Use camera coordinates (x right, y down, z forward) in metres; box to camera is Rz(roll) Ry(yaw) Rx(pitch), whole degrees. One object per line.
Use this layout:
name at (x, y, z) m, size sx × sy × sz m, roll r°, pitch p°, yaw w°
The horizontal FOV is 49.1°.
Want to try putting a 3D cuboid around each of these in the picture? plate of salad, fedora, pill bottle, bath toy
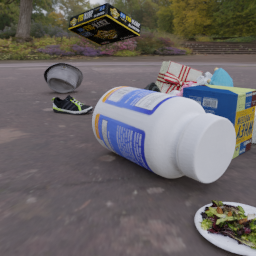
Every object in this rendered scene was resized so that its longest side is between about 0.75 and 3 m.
plate of salad at (1.533, 1.290, 3.846) m, size 1.204 × 0.289 × 1.204 m, roll -1°, pitch 17°, yaw 0°
fedora at (-3.511, -2.534, 15.209) m, size 2.115 × 1.871 × 0.955 m, roll 18°, pitch 42°, yaw -25°
pill bottle at (0.620, 0.081, 5.718) m, size 1.575 × 1.575 × 2.811 m, roll -12°, pitch 21°, yaw -36°
bath toy at (2.117, -0.835, 8.941) m, size 1.262 × 1.073 × 2.902 m, roll -51°, pitch 12°, yaw -20°

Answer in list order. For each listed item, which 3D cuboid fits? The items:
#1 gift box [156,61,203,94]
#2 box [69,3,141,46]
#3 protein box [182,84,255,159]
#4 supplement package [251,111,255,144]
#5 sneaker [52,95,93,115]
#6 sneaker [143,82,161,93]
gift box at (2.197, -1.877, 12.416) m, size 1.718 × 1.862 × 1.739 m, roll 11°, pitch 11°, yaw -8°
box at (-0.970, -4.127, 11.431) m, size 2.375 × 0.586 × 1.896 m, roll 2°, pitch -9°, yaw 43°
protein box at (2.192, -0.235, 6.921) m, size 1.004 × 1.488 × 1.477 m, roll -15°, pitch 22°, yaw -41°
supplement package at (3.691, -0.116, 7.764) m, size 0.801 × 0.803 × 1.369 m, roll 7°, pitch 18°, yaw 23°
sneaker at (-2.176, -0.908, 10.688) m, size 1.664 × 0.689 × 0.597 m, roll 4°, pitch 17°, yaw 12°
sneaker at (0.213, -0.535, 9.156) m, size 1.247 × 1.043 × 2.746 m, roll -24°, pitch 10°, yaw 36°
